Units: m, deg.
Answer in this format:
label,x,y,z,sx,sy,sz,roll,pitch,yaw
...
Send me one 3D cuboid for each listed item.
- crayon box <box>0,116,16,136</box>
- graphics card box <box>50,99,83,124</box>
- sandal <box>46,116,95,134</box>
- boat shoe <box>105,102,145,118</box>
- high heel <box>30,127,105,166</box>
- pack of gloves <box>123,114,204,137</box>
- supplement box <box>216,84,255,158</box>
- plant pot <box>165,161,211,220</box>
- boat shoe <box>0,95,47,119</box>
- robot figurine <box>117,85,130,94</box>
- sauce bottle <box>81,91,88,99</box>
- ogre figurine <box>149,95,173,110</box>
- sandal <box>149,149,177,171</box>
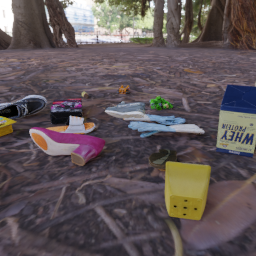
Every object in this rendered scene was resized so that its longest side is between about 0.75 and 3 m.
label,x,y,z,sx,sy,sz,roll,pitch,yaw
crayon box,-5.640,-0.023,10.944,2.322,0.590,1.474,13,24,32
graphics card box,-2.847,-0.831,13.123,1.404,0.569,2.238,-3,22,-8
sandal,-2.387,-0.117,11.134,2.211,0.634,0.847,-7,22,-18
boat shoe,-0.082,-0.616,9.275,1.535,0.474,0.559,4,-16,36
high heel,-2.055,0.361,9.394,2.549,0.859,1.223,17,36,26
pack of gloves,1.243,-0.031,11.414,2.865,0.565,2.407,3,15,-12
supplement box,3.812,-0.293,9.571,1.200,1.785,1.787,9,34,22
plant pot,1.348,1.509,6.480,1.041,1.041,0.918,4,33,11
boat shoe,-4.917,-0.874,12.790,2.532,0.908,0.858,-13,24,-24
robot figurine,-0.273,-2.409,17.604,0.824,0.331,1.136,1,21,9
sauce bottle,-2.575,-1.978,16.508,0.319,0.319,0.966,-8,22,-20
ogre figurine,1.596,-1.236,14.226,1.259,0.618,0.755,-22,45,-15
sandal,1.078,1.013,8.469,0.770,0.514,1.884,9,8,11
